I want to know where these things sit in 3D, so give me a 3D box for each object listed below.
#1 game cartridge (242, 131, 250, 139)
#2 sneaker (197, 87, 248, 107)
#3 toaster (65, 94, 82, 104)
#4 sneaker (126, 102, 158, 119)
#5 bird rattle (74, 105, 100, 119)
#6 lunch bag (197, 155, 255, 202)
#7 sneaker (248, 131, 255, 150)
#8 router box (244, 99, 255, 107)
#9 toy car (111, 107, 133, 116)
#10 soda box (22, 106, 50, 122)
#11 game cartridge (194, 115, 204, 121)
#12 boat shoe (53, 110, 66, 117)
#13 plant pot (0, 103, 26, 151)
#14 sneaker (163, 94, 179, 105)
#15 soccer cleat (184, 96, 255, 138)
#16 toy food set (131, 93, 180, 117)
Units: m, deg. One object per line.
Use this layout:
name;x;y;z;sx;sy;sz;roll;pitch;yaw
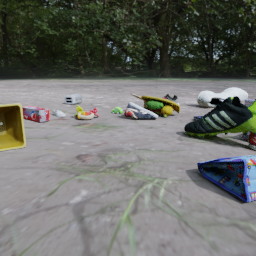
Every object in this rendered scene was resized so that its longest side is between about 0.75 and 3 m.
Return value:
game cartridge;4.717;0.285;7.870;1.578;0.467;2.434;-16;20;-38
sneaker;5.100;-1.460;14.787;2.733;1.018;1.190;-9;24;-7
toaster;-3.172;-1.649;16.026;1.000;0.568;0.646;7;17;33
sneaker;0.553;-0.573;11.521;1.341;0.532;0.526;25;-2;4
bird rattle;-1.714;-0.529;11.653;1.047;0.590;0.853;11;24;-6
lunch bag;2.149;0.806;5.328;1.134;0.709;1.506;-6;2;-20
sneaker;3.794;0.340;7.072;1.472;0.625;0.567;9;17;37
router box;5.476;-0.860;12.203;0.193;0.708;0.789;-11;17;-38
toy car;-0.177;-0.798;12.833;1.284;0.304;1.364;6;14;24
soda box;-3.774;-0.576;11.386;1.452;0.508;0.460;11;17;41
game cartridge;3.181;-0.315;10.934;0.836;0.247;1.289;2;12;-12
boat shoe;-3.029;-0.660;12.303;0.297;0.272;0.827;-11;17;-41
plant pot;-3.637;-0.045;7.708;1.216;1.208;1.244;-9;9;-33
sneaker;1.936;-1.455;14.808;1.631;0.713;0.602;-2;13;-9
soccer cleat;2.771;-0.312;8.142;0.921;1.105;2.727;-10;1;-39
toy food set;1.206;-0.881;12.564;2.345;0.766;1.379;16;-4;44
